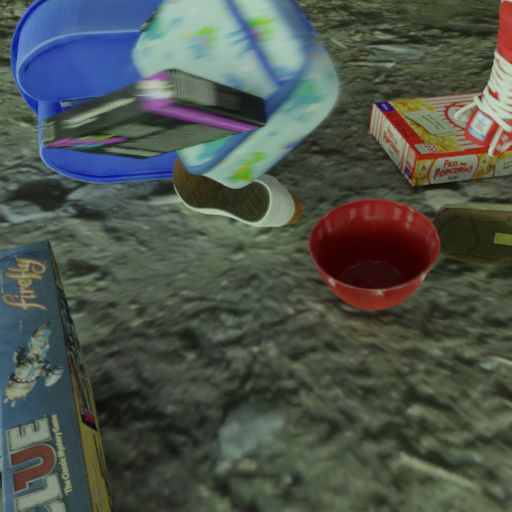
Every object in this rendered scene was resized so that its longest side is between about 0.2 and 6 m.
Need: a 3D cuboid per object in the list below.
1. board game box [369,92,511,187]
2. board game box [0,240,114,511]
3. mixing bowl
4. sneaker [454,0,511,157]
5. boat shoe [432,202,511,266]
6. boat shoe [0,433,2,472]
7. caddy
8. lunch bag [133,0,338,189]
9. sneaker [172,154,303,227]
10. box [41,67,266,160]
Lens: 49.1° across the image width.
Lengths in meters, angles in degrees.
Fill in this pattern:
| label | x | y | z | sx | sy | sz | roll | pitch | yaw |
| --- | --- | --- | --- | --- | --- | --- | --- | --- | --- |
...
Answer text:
| label | x | y | z | sx | sy | sz | roll | pitch | yaw |
| --- | --- | --- | --- | --- | --- | --- | --- | --- | --- |
| board game box | 4.383 | -2.571 | 11.931 | 3.234 | 0.749 | 2.450 | -8 | 41 | -9 |
| board game box | -1.894 | 1.811 | 5.467 | 0.602 | 2.359 | 3.482 | -13 | 41 | -16 |
| mixing bowl | 1.741 | 0.117 | 8.421 | 1.863 | 1.009 | 1.863 | -5 | 46 | 5 |
| sneaker | 2.596 | -1.774 | 5.839 | 1.163 | 2.067 | 0.736 | -39 | 57 | 19 |
| boat shoe | 4.695 | -0.343 | 9.039 | 3.490 | 1.250 | 1.329 | 18 | 29 | 19 |
| boat shoe | -3.366 | 2.187 | 6.150 | 0.979 | 0.889 | 2.661 | 8 | 41 | 9 |
| caddy | -2.336 | -3.440 | 10.985 | 4.785 | 3.383 | 2.512 | -5 | 45 | -7 |
| lunch bag | -0.343 | -2.665 | 7.731 | 1.216 | 2.370 | 2.949 | 15 | 45 | -52 |
| sneaker | -0.388 | -1.151 | 10.303 | 1.253 | 1.078 | 2.961 | 5 | 20 | -47 |
| box | -1.169 | -1.506 | 6.323 | 2.098 | 0.379 | 1.500 | -8 | -2 | 35 |
